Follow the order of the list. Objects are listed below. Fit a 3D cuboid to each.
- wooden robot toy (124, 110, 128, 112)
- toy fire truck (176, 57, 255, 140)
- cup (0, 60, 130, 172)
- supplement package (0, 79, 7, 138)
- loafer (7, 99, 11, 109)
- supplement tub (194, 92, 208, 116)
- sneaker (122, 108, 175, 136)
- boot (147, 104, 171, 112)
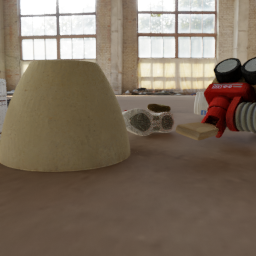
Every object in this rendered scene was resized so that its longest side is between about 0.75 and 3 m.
[{"bbox_3d":[0.139,-0.209,8.367,0.592,0.575,1.305,10,7,-10],"label":"wooden robot toy"},{"bbox_3d":[2.627,-0.338,6.189,2.613,1.910,2.969,9,54,47],"label":"toy fire truck"},{"bbox_3d":[-1.122,-0.334,5.054,2.320,1.659,2.320,-1,8,0],"label":"cup"},{"bbox_3d":[-4.186,-0.346,5.813,2.617,1.451,2.038,-1,8,-3],"label":"supplement package"},{"bbox_3d":[-2.765,-0.488,9.216,2.759,0.992,0.869,-5,-10,-16],"label":"loafer"},{"bbox_3d":[3.524,-0.945,11.412,1.488,0.982,0.982,8,10,20],"label":"supplement tub"},{"bbox_3d":[0.386,-0.129,7.587,1.799,0.701,0.894,5,-3,-38],"label":"sneaker"},{"bbox_3d":[1.533,-1.055,14.525,1.196,0.431,0.925,5,8,-6],"label":"boot"}]
